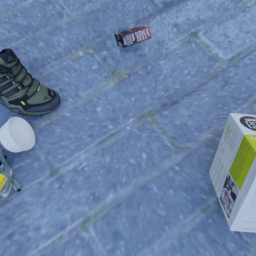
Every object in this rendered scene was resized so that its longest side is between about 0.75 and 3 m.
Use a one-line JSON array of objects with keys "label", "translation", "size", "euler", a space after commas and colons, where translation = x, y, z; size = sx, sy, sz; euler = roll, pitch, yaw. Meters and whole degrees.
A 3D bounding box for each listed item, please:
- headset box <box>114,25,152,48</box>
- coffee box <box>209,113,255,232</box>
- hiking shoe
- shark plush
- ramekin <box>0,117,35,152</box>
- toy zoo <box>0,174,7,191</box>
[{"label": "headset box", "translation": [0.187, -2.665, 8.087], "size": [0.975, 0.366, 0.725], "euler": [-22, 26, -9]}, {"label": "coffee box", "translation": [2.762, 0.836, 5.432], "size": [1.657, 1.659, 1.641], "euler": [5, 31, -4]}, {"label": "hiking shoe", "translation": [-2.838, -1.188, 6.805], "size": [2.616, 1.317, 0.991], "euler": [21, 49, -18]}, {"label": "shark plush", "translation": [-2.866, 0.970, 6.549], "size": [0.639, 0.586, 1.407], "euler": [-5, 56, -8]}, {"label": "ramekin", "translation": [-2.632, 0.188, 6.603], "size": [0.391, 0.839, 0.839], "euler": [-25, 64, 20]}, {"label": "toy zoo", "translation": [-3.273, 1.442, 5.809], "size": [1.091, 0.170, 1.662], "euler": [6, 51, 14]}]
